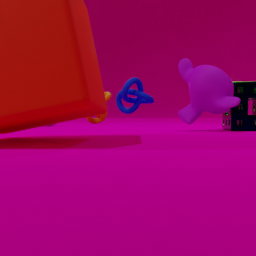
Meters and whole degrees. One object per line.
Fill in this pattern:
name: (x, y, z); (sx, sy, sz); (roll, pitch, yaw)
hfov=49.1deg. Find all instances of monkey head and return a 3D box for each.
monkey head: (1.392, -0.623, 5.256); (1.080, 1.501, 0.905); (-37, -36, -2)

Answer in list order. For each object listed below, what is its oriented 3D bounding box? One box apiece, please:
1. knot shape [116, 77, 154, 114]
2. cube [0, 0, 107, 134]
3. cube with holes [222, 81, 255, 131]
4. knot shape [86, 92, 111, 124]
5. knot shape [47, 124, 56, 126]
knot shape: (0.177, -1.103, 9.265); (1.303, 1.219, 0.602); (-9, 46, 7)
cube: (-1.091, -0.731, 2.934); (1.394, 1.394, 1.394); (-12, 0, 2)
cube with holes: (2.465, -0.418, 5.639); (0.924, 0.924, 0.924); (0, 2, 9)
knot shape: (-1.134, -0.914, 11.195); (0.660, 1.337, 1.429); (22, -28, 9)
knot shape: (-2.582, -0.348, 8.116); (1.179, 0.582, 1.260); (-1, 2, -25)
